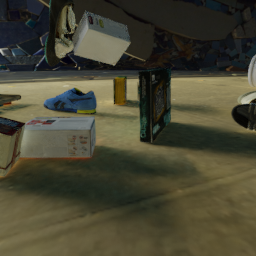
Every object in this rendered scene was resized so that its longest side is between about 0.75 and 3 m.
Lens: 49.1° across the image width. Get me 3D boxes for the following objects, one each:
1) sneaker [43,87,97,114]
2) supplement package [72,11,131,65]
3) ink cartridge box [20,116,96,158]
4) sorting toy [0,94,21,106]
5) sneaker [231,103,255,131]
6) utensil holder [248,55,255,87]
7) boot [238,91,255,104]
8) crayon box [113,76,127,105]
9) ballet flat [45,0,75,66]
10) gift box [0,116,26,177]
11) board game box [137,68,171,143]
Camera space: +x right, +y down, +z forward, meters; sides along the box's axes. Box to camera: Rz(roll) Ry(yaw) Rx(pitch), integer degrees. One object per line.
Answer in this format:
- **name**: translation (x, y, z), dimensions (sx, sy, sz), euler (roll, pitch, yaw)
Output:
- **sneaker**: translation (-2.435, -1.209, 11.683), dimensions (2.652, 1.040, 0.874), euler (6, 17, 28)
- **supplement package**: translation (-0.988, -3.225, 10.257), dimensions (1.686, 0.935, 1.313), euler (8, -33, -31)
- **ink cartridge box**: translation (-1.637, 0.176, 6.830), dimensions (1.655, 0.694, 1.453), euler (0, 14, -1)
- **sorting toy**: translation (-6.780, -1.253, 13.318), dimensions (2.703, 0.362, 2.014), euler (4, 19, 14)
- **sneaker**: translation (4.256, -0.318, 8.891), dimensions (2.178, 0.817, 1.258), euler (11, 10, 4)
- **utensil holder**: translation (10.382, -3.949, 19.796), dimensions (2.387, 2.387, 2.808), euler (-13, 21, -41)
- **boot**: translation (5.840, -0.990, 11.014), dimensions (2.602, 0.938, 2.012), euler (0, 13, 8)
- **crayon box**: translation (-0.366, -1.866, 13.803), dimensions (0.504, 1.228, 1.953), euler (1, 15, 5)
- **ballet flat**: translation (-2.501, -3.483, 10.431), dimensions (0.979, 2.862, 0.973), euler (28, 38, 18)
- **gift box**: translation (-2.718, 0.330, 5.557), dimensions (1.070, 0.999, 0.987), euler (16, 16, -2)
- **board game box**: translation (0.869, -0.821, 8.401), dimensions (0.390, 1.873, 2.769), euler (3, 14, 18)
